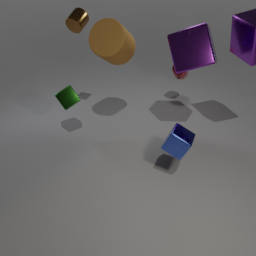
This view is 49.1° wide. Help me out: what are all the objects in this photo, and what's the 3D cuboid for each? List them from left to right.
[{"bbox_3d":[-2.334,-1.175,10.794,0.700,0.700,0.700,-35,15,-7],"label":"cube"},{"bbox_3d":[-1.978,-4.204,10.958,0.700,0.700,0.700,14,60,22],"label":"cylinder"},{"bbox_3d":[-0.566,-3.199,10.543,1.400,1.400,1.400,11,3,18],"label":"cylinder"},{"bbox_3d":[1.552,0.411,8.627,0.700,0.700,0.700,33,37,4],"label":"cube"},{"bbox_3d":[2.524,-2.771,13.533,0.700,0.700,0.700,11,-6,17],"label":"cylinder"},{"bbox_3d":[2.393,-2.878,10.275,1.400,1.400,1.400,-11,9,23],"label":"cube"},{"bbox_3d":[4.571,-3.215,9.734,1.400,1.400,1.400,-18,40,-6],"label":"cube"}]
